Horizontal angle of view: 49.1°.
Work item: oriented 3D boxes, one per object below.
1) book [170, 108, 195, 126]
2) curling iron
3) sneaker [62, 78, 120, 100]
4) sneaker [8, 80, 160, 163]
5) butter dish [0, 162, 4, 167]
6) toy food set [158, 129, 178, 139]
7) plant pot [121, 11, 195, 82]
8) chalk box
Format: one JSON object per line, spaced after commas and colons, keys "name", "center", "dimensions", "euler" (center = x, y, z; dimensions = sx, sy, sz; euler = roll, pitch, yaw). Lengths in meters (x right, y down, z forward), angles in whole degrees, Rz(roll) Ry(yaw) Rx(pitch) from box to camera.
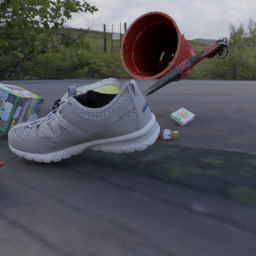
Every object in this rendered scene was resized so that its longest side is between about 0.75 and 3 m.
{"name": "book", "center": [1.736, -0.368, 8.935], "dimensions": [0.506, 0.182, 0.757], "euler": [39, 39, 19]}
{"name": "curling iron", "center": [1.590, -1.587, 7.770], "dimensions": [2.654, 0.339, 0.658], "euler": [-31, -33, 19]}
{"name": "sneaker", "center": [-1.449, -0.993, 10.697], "dimensions": [2.549, 1.151, 0.996], "euler": [-19, -19, 14]}
{"name": "sneaker", "center": [-0.942, -0.200, 4.992], "dimensions": [2.920, 1.197, 1.091], "euler": [-9, 26, 18]}
{"name": "butter dish", "center": [-2.451, 0.417, 3.821], "dimensions": [1.097, 0.811, 1.094], "euler": [-12, -10, -45]}
{"name": "toy food set", "center": [0.834, 0.071, 6.945], "dimensions": [0.820, 0.369, 0.391], "euler": [-4, 3, -15]}
{"name": "plant pot", "center": [1.279, -2.687, 10.204], "dimensions": [2.277, 2.277, 2.214], "euler": [8, 2, 33]}
{"name": "chalk box", "center": [-3.050, -0.522, 7.038], "dimensions": [0.966, 0.971, 1.561], "euler": [25, 7, 11]}
